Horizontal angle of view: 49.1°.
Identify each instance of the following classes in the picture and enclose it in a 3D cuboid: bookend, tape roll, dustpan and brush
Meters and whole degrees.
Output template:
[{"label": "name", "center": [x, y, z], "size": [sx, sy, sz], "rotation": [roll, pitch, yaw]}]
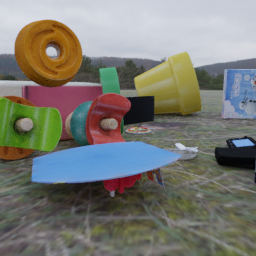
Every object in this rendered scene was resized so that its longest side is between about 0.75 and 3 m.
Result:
[{"label": "bookend", "center": [-0.468, -0.779, 11.010], "size": [2.190, 1.009, 2.176], "rotation": [-9, 13, -43]}, {"label": "tape roll", "center": [-0.482, -0.751, 8.029], "size": [0.460, 1.913, 1.913], "rotation": [-8, 10, -6]}, {"label": "dustpan and brush", "center": [1.139, 0.466, 5.657], "size": [0.821, 0.337, 1.176], "rotation": [-2, 10, -10]}]

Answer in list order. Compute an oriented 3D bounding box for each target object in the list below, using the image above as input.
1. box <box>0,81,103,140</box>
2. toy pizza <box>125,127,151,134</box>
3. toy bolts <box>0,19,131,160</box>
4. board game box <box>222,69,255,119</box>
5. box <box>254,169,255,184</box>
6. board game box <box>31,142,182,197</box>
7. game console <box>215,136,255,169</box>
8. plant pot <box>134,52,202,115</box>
[{"label": "box", "center": [-2.288, -0.523, 7.776], "size": [2.768, 1.508, 1.770], "rotation": [-6, 13, -34]}, {"label": "toy pizza", "center": [0.313, 0.064, 8.657], "size": [0.798, 0.126, 0.798], "rotation": [0, 10, 0]}, {"label": "toy bolts", "center": [-1.525, -0.545, 6.118], "size": [2.870, 2.742, 1.991], "rotation": [15, -10, -33]}, {"label": "board game box", "center": [4.980, -1.388, 11.551], "size": [2.007, 2.017, 0.437], "rotation": [1, 10, 4]}, {"label": "box", "center": [3.121, 0.078, 4.060], "size": [2.186, 1.622, 1.170], "rotation": [-3, 10, -22]}, {"label": "board game box", "center": [-0.413, 0.663, 4.261], "size": [1.943, 0.479, 2.459], "rotation": [-8, 6, -18]}, {"label": "game console", "center": [2.456, 0.458, 5.955], "size": [1.262, 0.258, 2.140], "rotation": [2, 9, 10]}, {"label": "plant pot", "center": [1.766, -1.812, 12.914], "size": [2.601, 2.764, 2.764], "rotation": [-14, 8, 8]}]
